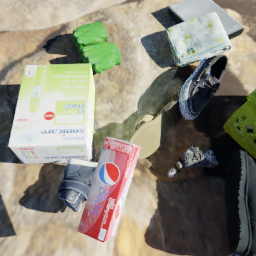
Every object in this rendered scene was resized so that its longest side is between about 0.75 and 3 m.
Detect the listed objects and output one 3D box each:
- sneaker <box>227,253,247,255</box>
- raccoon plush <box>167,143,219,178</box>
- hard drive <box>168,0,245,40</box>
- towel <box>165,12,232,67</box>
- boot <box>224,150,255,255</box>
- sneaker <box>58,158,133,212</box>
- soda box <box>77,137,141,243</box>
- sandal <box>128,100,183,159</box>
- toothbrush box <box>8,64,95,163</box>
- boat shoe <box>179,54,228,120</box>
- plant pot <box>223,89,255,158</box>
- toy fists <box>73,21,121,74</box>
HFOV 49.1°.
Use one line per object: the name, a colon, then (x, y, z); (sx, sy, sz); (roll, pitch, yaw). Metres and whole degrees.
sneaker: (2.999, 3.243, 6.604); (1.490, 0.562, 0.857); (0, 61, 3)
raccoon plush: (1.898, 1.103, 8.039); (0.922, 0.665, 1.375); (41, 96, 7)
hard drive: (3.065, -4.305, 11.211); (1.806, 0.426, 2.589); (-27, 63, -15)
towel: (2.491, -3.242, 10.183); (2.012, 0.484, 1.722); (-17, 66, 9)
boot: (3.758, 2.058, 7.040); (2.381, 1.082, 2.834); (13, 53, 1)
sneaker: (-0.896, 1.578, 7.426); (1.932, 0.735, 1.396); (3, 48, 13)
soda box: (-0.358, 1.215, 5.733); (0.627, 0.692, 1.977); (17, 88, 17)
sandal: (0.645, 0.000, 8.555); (0.863, 0.962, 2.623); (10, 41, 47)
toothbrush box: (-2.122, -0.476, 8.448); (2.085, 1.233, 2.864); (-1, 61, 0)
boat shoe: (2.563, -1.419, 9.043); (0.974, 0.923, 2.785); (50, 56, -21)
plant pot: (4.435, -0.362, 7.960); (2.164, 1.964, 2.153); (-35, 64, -20)
toy fists: (-1.232, -2.923, 10.177); (1.239, 0.836, 2.431); (-16, 59, -18)
